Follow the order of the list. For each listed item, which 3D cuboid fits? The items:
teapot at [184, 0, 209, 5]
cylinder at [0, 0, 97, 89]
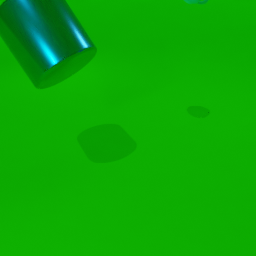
[{"bbox_3d":[1.088,-2.575,4.845,0.555,1.134,0.705,-42,41,14],"label":"teapot"},{"bbox_3d":[-1.206,-1.326,4.192,1.098,1.098,1.098,-33,4,3],"label":"cylinder"}]
